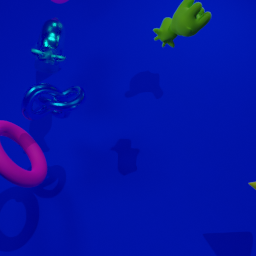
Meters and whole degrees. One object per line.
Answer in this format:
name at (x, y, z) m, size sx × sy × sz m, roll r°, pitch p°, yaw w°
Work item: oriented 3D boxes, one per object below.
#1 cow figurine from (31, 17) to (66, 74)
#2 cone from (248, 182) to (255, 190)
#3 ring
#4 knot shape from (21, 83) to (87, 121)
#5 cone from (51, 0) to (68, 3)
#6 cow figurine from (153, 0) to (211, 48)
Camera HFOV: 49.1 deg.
cow figurine at (-1.914, -2.067, 6.952) m, size 0.804 × 1.441 × 1.464 m, roll 11°, pitch 91°, yaw -17°
cone at (3.105, 1.317, 5.803) m, size 1.150 × 1.146 × 1.146 m, roll 14°, pitch 62°, yaw 20°
ring at (-2.371, 0.536, 5.969) m, size 0.329 × 1.646 × 1.646 m, roll -36°, pitch 65°, yaw 9°
knot shape at (-1.553, -0.592, 6.230) m, size 1.330 × 1.421 × 0.657 m, roll -13°, pitch 85°, yaw 7°
cone at (-2.209, -4.347, 8.212) m, size 0.984 × 0.984 × 0.988 m, roll -36°, pitch 61°, yaw -18°
cow figurine at (1.080, -2.120, 5.871) m, size 0.644 × 1.154 × 1.173 m, roll 33°, pitch 26°, yaw -23°
